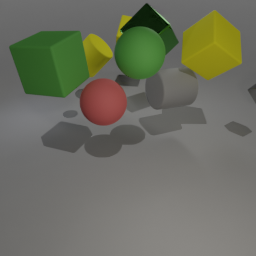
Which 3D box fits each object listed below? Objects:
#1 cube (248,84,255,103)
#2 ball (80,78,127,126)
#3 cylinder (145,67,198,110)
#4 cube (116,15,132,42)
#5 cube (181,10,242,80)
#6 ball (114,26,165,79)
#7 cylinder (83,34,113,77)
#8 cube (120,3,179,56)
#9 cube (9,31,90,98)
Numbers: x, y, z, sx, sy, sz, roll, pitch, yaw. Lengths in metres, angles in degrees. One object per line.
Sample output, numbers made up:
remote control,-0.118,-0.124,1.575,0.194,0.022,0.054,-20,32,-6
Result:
cube,4.735,-1.250,9.634,0.700,0.700,0.700,-35,8,-5
ball,-0.731,-0.768,8.334,1.400,1.400,1.400,0,30,0
cylinder,1.543,-1.429,10.066,1.400,1.400,1.400,-10,31,-22
cube,0.216,-4.480,13.943,1.400,1.400,1.400,12,67,1
cube,2.806,-2.730,9.464,1.400,1.400,1.400,24,61,-30
ball,0.323,-2.043,7.689,1.400,1.400,1.400,0,30,0
cylinder,-1.650,-3.276,12.746,1.400,1.400,1.400,36,30,-25
cube,0.826,-3.470,10.605,1.400,1.400,1.400,52,12,24
cube,-2.114,-1.821,7.834,1.400,1.400,1.400,8,36,23
